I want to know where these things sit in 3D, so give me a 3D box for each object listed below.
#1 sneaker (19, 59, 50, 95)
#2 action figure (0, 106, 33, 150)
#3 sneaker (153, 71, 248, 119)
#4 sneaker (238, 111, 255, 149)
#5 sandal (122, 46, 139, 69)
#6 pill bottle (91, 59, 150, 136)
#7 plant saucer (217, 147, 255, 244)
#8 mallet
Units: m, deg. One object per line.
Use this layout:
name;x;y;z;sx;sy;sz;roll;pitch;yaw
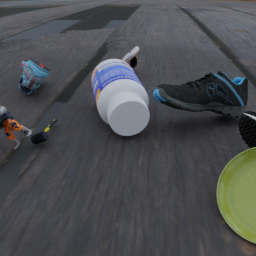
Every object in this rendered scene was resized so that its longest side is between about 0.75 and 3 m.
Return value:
sneaker;-3.608;-1.799;10.140;0.959;1.155;2.417;31;-6;-22
action figure;-3.016;-0.068;6.887;1.245;1.205;0.651;-34;10;44
sneaker;2.082;-1.033;7.868;2.996;1.227;1.097;4;11;-24
sneaker;3.620;0.319;6.253;1.053;0.818;2.339;-30;55;-27
sandal;0.083;-2.719;11.678;0.829;0.620;2.165;-52;14;-12
pill bottle;-0.233;-0.911;8.106;1.446;1.446;2.581;-6;33;-10
plant saucer;2.458;1.152;4.868;1.757;0.273;1.757;-19;53;27
mallet;-2.116;0.022;7.519;0.419;0.262;1.272;-16;22;22
